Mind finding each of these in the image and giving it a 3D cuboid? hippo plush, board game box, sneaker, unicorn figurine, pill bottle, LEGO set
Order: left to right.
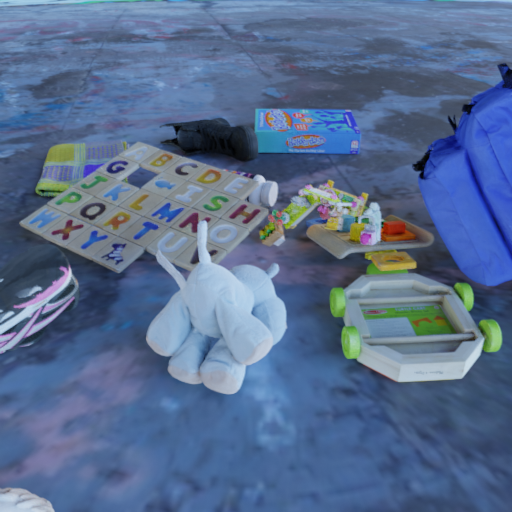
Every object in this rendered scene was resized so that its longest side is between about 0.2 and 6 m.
[{"bbox_3d":[-2.373,2.095,4.440,1.219,0.655,1.775,-14,27,-40],"label":"unicorn figurine"},{"bbox_3d":[-2.987,0.850,6.435,2.211,0.955,0.888,-29,57,-9],"label":"sneaker"},{"bbox_3d":[-1.064,-2.476,12.011,1.340,0.772,2.569,-15,29,-23],"label":"sneaker"},{"bbox_3d":[-0.398,0.640,6.460,1.363,1.711,1.376,-31,-8,24],"label":"hippo plush"},{"bbox_3d":[-0.175,-1.178,9.967,1.038,0.578,0.578,12,33,19],"label":"pill bottle"},{"bbox_3d":[1.113,-2.876,12.835,2.313,0.520,1.759,0,31,0],"label":"board game box"},{"bbox_3d":[0.742,-0.610,8.059,2.074,0.954,0.772,-1,4,37],"label":"LEGO set"}]

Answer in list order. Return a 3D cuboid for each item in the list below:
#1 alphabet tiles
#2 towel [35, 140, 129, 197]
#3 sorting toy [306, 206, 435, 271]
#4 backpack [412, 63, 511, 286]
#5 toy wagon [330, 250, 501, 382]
[{"bbox_3d":[-1.588,-0.743,8.749,3.249,0.123,2.716,22,48,27],"label":"alphabet tiles"},{"bbox_3d":[-3.439,-1.808,11.311,1.740,0.276,2.422,-4,31,-9],"label":"towel"},{"bbox_3d":[1.666,-0.394,8.338,1.492,0.361,2.649,-9,20,-14],"label":"sorting toy"},{"bbox_3d":[3.895,-1.330,7.755,2.966,2.873,3.535,-18,13,27],"label":"backpack"},{"bbox_3d":[1.856,0.660,7.061,1.786,0.455,2.302,-2,31,-4],"label":"toy wagon"}]
